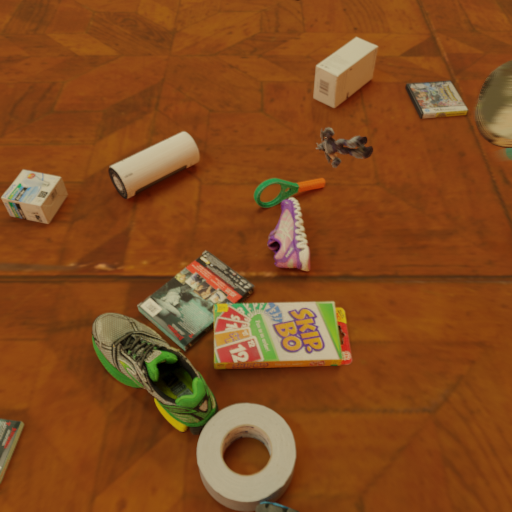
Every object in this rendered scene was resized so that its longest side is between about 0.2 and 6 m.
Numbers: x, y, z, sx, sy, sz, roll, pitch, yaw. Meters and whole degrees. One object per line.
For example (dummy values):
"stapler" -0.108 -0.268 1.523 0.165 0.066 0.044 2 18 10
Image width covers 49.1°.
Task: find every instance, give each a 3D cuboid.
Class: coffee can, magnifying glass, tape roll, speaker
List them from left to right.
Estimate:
"speaker" -2.185 -1.991 12.157 1.901 0.772 0.772 -32 58 -24
"tape roll" -0.142 2.954 8.295 1.453 0.480 1.453 0 50 0
"magnifying glass" 0.720 -1.405 11.850 1.681 0.669 0.188 -15 49 -26
"coffee can" 3.492 -1.998 7.501 1.006 1.006 1.375 21 13 16

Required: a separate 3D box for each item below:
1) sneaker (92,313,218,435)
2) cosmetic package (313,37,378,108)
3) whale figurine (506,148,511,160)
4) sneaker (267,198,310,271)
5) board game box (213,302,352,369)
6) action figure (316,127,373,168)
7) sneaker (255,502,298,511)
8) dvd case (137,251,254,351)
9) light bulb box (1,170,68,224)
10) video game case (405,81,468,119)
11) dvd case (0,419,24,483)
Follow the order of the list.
"sneaker" -1.644 1.649 8.955 2.627 1.119 1.025 31 57 24
"cosmetic package" 2.267 -4.661 14.216 0.717 0.998 1.768 35 61 25
"whale figurine" 4.713 -1.763 9.907 0.362 0.698 0.555 -53 22 -11
"sneaker" 0.576 -0.429 10.979 0.765 0.696 1.730 -9 52 3
"board game box" 0.450 1.349 9.633 2.347 0.352 1.121 0 56 -6
"action figure" 1.323 -1.733 8.884 1.021 0.665 0.354 11 48 48
"sneaker" 1.044 4.021 7.325 2.358 0.863 0.966 10 67 16
"dvd case" -1.087 0.773 10.271 1.292 0.195 1.769 35 58 25
"light bulb box" -4.598 -1.235 11.667 0.916 0.572 0.908 11 52 9
"video game case" 4.550 -3.972 14.171 1.201 0.169 1.329 -6 51 -4
"dvd case" -4.436 2.944 8.515 1.452 0.160 1.060 5 51 5
